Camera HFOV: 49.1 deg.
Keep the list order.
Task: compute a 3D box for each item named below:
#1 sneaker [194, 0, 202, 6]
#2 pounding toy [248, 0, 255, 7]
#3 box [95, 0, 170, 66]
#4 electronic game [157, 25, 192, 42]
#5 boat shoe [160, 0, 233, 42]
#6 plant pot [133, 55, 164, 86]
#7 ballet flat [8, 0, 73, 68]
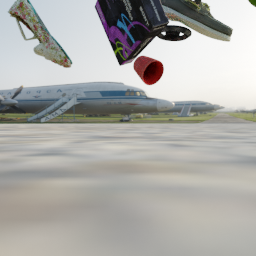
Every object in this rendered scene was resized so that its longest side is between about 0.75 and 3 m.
[{"bbox_3d":[1.844,-3.731,7.800,0.429,0.377,1.013,12,45,-4],"label":"sneaker"},{"bbox_3d":[3.452,-3.296,6.248,1.460,1.892,0.878,-42,29,-11],"label":"pounding toy"},{"bbox_3d":[-0.056,-3.052,7.430,0.515,2.041,2.854,-24,1,-19],"label":"box"},{"bbox_3d":[1.428,-3.037,8.954,1.210,0.252,1.210,6,0,0],"label":"electronic game"},{"bbox_3d":[1.970,-3.458,8.431,2.748,0.821,0.982,32,11,15],"label":"boat shoe"},{"bbox_3d":[0.633,-2.002,9.432,0.901,0.901,0.797,-1,33,-37],"label":"plant pot"},{"bbox_3d":[-2.223,-2.248,7.009,0.653,2.043,0.773,-37,6,-13],"label":"ballet flat"}]
